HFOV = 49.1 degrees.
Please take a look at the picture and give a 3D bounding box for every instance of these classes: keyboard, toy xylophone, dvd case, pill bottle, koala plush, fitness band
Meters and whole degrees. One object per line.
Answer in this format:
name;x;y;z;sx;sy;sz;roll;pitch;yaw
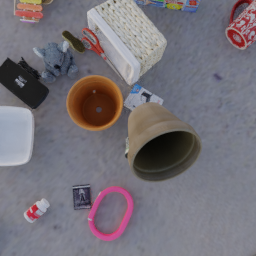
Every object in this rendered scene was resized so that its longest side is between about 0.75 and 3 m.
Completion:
keyboard;-3.800;-1.729;10.412;2.442;0.484;1.271;37;85;18
toy xylophone;-3.867;-4.841;10.786;1.241;0.426;1.695;-1;92;1
dvd case;-1.661;2.491;10.122;0.634;0.068;0.853;-6;83;-1
pill bottle;-3.196;2.892;9.871;0.825;0.463;0.463;-41;85;-5
koala plush;-2.619;-2.560;9.996;1.398;1.576;1.448;-11;82;-1
fitness band;-0.603;3.002;9.918;1.373;0.358;1.912;25;85;3

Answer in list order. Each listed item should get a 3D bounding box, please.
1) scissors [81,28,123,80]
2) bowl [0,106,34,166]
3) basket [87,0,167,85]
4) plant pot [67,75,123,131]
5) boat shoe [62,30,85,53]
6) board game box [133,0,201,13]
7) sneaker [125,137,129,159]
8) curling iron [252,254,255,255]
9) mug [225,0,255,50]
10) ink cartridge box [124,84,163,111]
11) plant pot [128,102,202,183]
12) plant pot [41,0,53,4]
scissors;-0.911;-2.761;10.444;2.310;0.845;0.161;43;52;5
bowl;-4.362;0.310;10.044;2.090;0.780;2.087;2;83;-1
basket;-0.025;-3.168;10.022;1.609;1.768;2.609;-37;84;-8
plant pot;-1.107;-0.766;9.905;1.878;1.315;1.878;0;83;-1
boat shoe;-2.088;-3.265;10.763;1.096;0.345;0.400;40;76;-2
board game box;1.308;-5.098;10.140;2.859;1.935;0.493;9;84;1
sneaker;0.808;0.464;10.108;2.036;0.783;0.902;-11;65;-6
curling iron;4.892;5.753;9.559;0.708;0.365;2.854;-16;83;-2
mug;4.622;-4.005;10.554;1.919;1.703;1.280;-43;121;-1
ink cartridge box;0.574;-0.927;10.332;1.194;0.500;0.866;31;84;4
plant pot;0.875;0.256;8.807;2.248;2.248;1.951;-21;46;-3
plant pot;-3.281;-5.803;10.326;1.909;1.909;1.282;27;75;3
